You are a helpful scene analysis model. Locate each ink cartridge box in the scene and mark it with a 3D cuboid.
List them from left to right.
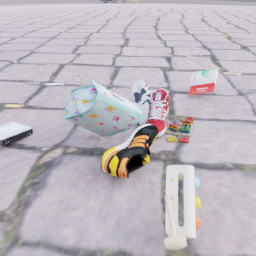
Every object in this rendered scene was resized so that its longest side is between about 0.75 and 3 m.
[{"bbox_3d":[2.690,-1.674,10.099,0.927,0.288,1.151,-4,38,31],"label":"ink cartridge box"}]

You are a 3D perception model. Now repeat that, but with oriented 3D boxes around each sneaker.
[{"bbox_3d":[0.273,0.554,6.387,0.835,0.649,1.855,20,40,37],"label":"sneaker"},{"bbox_3d":[0.593,-0.625,8.591,0.607,0.989,1.520,-29,51,28],"label":"sneaker"},{"bbox_3d":[0.840,-0.497,7.871,0.570,0.900,1.600,4,39,13],"label":"sneaker"}]

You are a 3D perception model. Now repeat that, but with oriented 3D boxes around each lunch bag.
[{"bbox_3d":[-0.591,-0.441,6.757,1.359,0.973,1.596,26,-22,-33],"label":"lunch bag"}]

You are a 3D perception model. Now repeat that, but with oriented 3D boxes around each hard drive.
[{"bbox_3d":[-3.184,0.120,7.402,0.764,0.207,1.094,17,24,22],"label":"hard drive"}]

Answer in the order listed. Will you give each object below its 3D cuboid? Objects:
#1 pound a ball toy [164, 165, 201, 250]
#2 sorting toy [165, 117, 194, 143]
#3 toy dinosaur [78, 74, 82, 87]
[{"bbox_3d":[0.855,1.210,4.318,0.544,0.835,1.281,-1,65,11],"label":"pound a ball toy"},{"bbox_3d":[1.443,-0.030,7.876,0.697,0.245,1.446,8,30,15],"label":"sorting toy"},{"bbox_3d":[-1.455,-1.137,8.566,0.318,0.560,1.054,0,50,11],"label":"toy dinosaur"}]
